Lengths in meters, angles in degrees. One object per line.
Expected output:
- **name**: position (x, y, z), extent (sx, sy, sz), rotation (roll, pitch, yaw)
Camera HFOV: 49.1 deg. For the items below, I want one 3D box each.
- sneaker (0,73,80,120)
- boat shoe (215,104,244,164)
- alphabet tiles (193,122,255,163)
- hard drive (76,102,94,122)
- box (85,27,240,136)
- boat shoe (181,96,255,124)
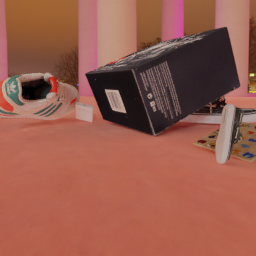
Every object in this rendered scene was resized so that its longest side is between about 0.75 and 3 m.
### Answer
- **sneaker**: position (-2.041, -0.827, 7.240), extent (1.365, 1.028, 2.919), rotation (-14, -4, 33)
- **boat shoe**: position (1.419, 0.086, 3.819), extent (0.303, 0.856, 0.308), rotation (16, -12, -2)
- **alphabet tiles**: position (1.880, 0.185, 4.399), extent (1.097, 0.050, 1.312), rotation (-23, 23, -27)
- **hard drive**: position (-1.287, -0.458, 8.287), extent (0.514, 0.104, 0.780), rotation (15, -30, -1)
- **box**: position (0.752, -1.273, 7.360), extent (2.696, 1.541, 2.960), rotation (-28, 20, -22)
- **boat shoe**: position (2.408, -0.612, 8.165), extent (2.743, 0.937, 1.013), rotation (4, 5, 29)
